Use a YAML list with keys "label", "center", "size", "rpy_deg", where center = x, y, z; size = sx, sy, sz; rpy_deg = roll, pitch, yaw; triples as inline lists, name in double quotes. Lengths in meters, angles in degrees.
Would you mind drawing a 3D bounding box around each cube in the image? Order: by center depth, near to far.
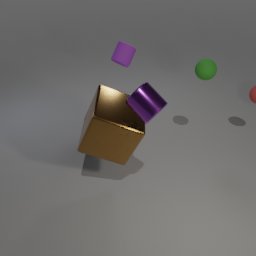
- label: "cube"
  center: [-0.437, -0.071, 7.726]
  size: [1.400, 1.400, 1.400]
  rpy_deg: [19, 41, -14]

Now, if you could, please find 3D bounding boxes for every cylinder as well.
- label: "cylinder"
  center: [0.425, -0.572, 6.438]
  size: [0.700, 0.700, 0.700]
  rpy_deg: [47, 46, 3]
- label: "cylinder"
  center: [-0.161, -2.628, 10.020]
  size: [0.700, 0.700, 0.700]
  rpy_deg: [24, 5, -2]

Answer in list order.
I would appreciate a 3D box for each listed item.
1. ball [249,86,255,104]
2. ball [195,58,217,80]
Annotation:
- label: "ball"
  center: [4.795, -1.221, 10.206]
  size: [0.700, 0.700, 0.700]
  rpy_deg: [0, 34, 0]
- label: "ball"
  center: [2.545, -1.912, 9.151]
  size: [0.700, 0.700, 0.700]
  rpy_deg: [0, 34, 0]
